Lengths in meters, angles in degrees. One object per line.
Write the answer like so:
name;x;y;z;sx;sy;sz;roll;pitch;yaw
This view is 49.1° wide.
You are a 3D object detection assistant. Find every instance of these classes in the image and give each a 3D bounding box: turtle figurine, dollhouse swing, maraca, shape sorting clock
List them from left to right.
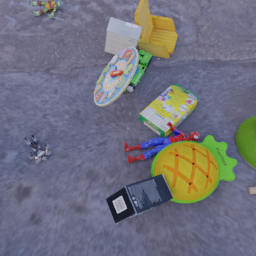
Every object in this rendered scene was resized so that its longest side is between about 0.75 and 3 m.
turtle figurine;-3.679;-5.532;12.704;1.310;0.972;1.351;-14;53;-4
shape sorting clock;-0.401;-1.550;8.317;2.013;0.395;2.013;-34;37;30
dollhouse swing;1.208;-4.168;11.387;1.671;1.616;1.839;13;56;9
maraca;1.890;1.119;7.957;2.560;1.369;1.755;-18;72;-15

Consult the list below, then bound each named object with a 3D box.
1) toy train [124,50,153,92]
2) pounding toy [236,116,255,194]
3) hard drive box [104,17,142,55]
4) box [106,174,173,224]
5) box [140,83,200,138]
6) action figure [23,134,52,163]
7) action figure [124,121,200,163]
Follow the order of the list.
toy train;0.332;-2.178;10.732;0.625;0.463;2.218;25;57;5
pounding toy;4.604;0.481;8.399;2.215;1.332;2.870;2;56;2
hard drive box;-0.222;-3.347;10.640;1.205;1.547;0.594;16;77;-5
box;0.287;1.762;7.009;1.293;0.960;0.692;-10;67;-40
box;1.469;-0.670;9.708;1.179;0.486;2.009;38;66;23
action figure;-2.879;0.667;8.876;0.685;0.365;1.053;-33;65;-27
action figure;1.147;0.327;8.634;2.422;1.199;0.790;-11;53;-11
